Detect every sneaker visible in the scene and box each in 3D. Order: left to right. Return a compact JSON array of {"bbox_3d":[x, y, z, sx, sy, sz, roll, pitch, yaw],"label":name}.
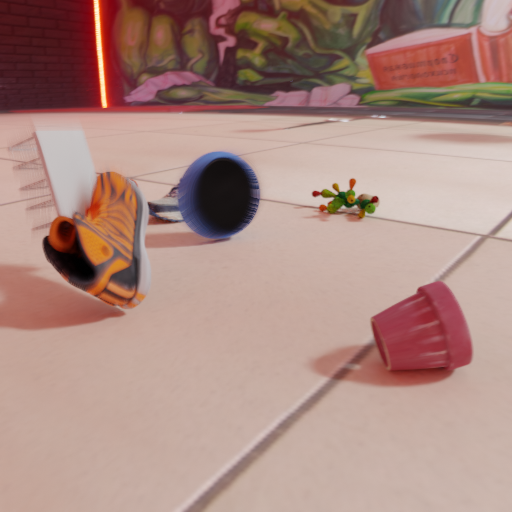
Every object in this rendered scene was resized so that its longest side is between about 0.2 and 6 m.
[{"bbox_3d":[-2.522,-0.528,8.840,1.514,1.048,2.702,31,31,-49],"label":"sneaker"},{"bbox_3d":[-1.682,-1.668,14.330,1.091,1.206,2.830,17,26,40],"label":"sneaker"}]

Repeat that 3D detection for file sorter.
[{"bbox_3d":[-3.590,-1.332,10.000,0.978,1.570,1.090,-12,6,28],"label":"file sorter"}]

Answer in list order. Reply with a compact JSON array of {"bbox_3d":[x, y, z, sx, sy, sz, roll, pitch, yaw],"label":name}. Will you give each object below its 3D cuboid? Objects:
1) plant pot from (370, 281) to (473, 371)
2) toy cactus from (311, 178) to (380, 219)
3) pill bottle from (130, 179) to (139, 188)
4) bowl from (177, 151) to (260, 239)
[{"bbox_3d":[2.049,0.982,7.147,0.999,1.116,1.116,-16,20,1],"label":"plant pot"},{"bbox_3d":[2.541,-1.496,14.546,1.612,0.999,1.953,-2,8,-37],"label":"toy cactus"},{"bbox_3d":[-3.787,-1.943,16.257,0.443,0.443,0.808,7,21,19],"label":"pill bottle"},{"bbox_3d":[-0.746,-1.272,12.028,1.896,1.896,0.372,-11,20,-29],"label":"bowl"}]
